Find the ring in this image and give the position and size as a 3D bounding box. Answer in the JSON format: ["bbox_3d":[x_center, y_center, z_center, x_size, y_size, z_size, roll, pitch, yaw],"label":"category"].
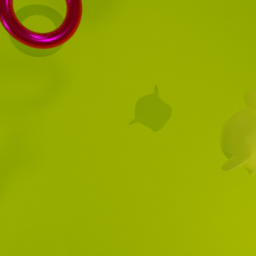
[{"bbox_3d":[-1.831,-2.541,5.869,1.772,1.772,0.354,-27,36,-5],"label":"ring"}]

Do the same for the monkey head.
[{"bbox_3d":[2.072,0.134,4.410,0.963,1.150,1.598,39,62,-23],"label":"monkey head"}]
